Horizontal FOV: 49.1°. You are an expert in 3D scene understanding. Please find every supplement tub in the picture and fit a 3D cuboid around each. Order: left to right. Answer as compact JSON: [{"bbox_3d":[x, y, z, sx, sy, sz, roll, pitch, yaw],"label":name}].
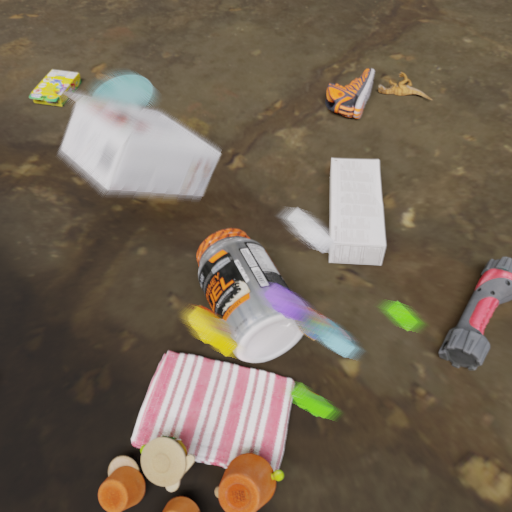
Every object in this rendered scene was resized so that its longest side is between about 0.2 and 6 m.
[{"bbox_3d":[-0.172,0.632,9.775,1.356,1.356,2.213,-19,51,-16],"label":"supplement tub"}]

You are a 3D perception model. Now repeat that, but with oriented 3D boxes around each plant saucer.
[{"bbox_3d":[-2.510,-2.948,10.581,1.199,0.216,1.199,-5,55,7],"label":"plant saucer"}]

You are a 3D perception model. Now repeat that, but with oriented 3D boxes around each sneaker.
[{"bbox_3d":[2.415,-4.356,14.576,1.066,0.738,1.904,17,51,13],"label":"sneaker"}]

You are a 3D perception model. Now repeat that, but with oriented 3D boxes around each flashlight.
[{"bbox_3d":[4.070,1.004,9.862,0.775,0.772,2.279,35,56,6],"label":"flashlight"}]

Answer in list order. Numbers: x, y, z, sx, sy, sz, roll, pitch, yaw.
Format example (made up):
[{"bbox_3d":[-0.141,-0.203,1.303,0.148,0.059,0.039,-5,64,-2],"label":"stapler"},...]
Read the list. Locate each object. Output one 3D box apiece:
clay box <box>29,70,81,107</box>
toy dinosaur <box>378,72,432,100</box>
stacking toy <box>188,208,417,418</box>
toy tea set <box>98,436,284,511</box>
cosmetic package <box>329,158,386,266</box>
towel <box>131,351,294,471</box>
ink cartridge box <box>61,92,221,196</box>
[{"bbox_3d":[-5.339,-4.421,14.891,0.816,0.338,1.420,10,49,8],"label":"clay box"},{"bbox_3d":[3.995,-4.450,14.970,1.432,0.432,0.760,9,74,13],"label":"toy dinosaur"},{"bbox_3d":[0.601,0.716,6.236,1.663,2.206,0.518,-46,29,9],"label":"stacking toy"},{"bbox_3d":[-0.896,3.271,7.860,2.571,0.951,1.529,19,93,14],"label":"toy tea set"},{"bbox_3d":[2.052,-0.973,11.645,1.070,0.657,2.593,5,49,4],"label":"cosmetic package"},{"bbox_3d":[-0.629,2.478,8.875,2.313,0.346,1.693,12,50,6],"label":"towel"},{"bbox_3d":[-1.607,-1.480,7.525,1.486,0.710,1.693,39,24,30],"label":"ink cartridge box"}]
